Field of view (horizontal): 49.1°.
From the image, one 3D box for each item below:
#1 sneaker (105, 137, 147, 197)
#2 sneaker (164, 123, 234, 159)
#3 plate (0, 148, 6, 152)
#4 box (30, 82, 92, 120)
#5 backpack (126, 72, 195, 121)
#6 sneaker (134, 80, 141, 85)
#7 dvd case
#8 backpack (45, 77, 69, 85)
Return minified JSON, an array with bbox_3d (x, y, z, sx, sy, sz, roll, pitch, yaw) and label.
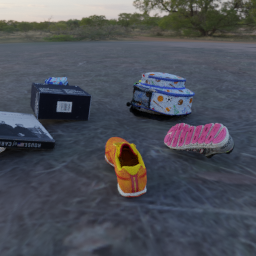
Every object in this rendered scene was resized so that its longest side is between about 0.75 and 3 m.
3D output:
[{"bbox_3d":[-0.030,0.686,7.039,0.929,0.982,2.546,-7,21,-14],"label":"sneaker"},{"bbox_3d":[2.011,0.414,7.958,0.986,0.831,2.253,37,-24,-30],"label":"sneaker"},{"bbox_3d":[-4.669,0.470,8.379,1.952,0.316,1.956,-5,21,-21],"label":"plate"},{"bbox_3d":[-2.660,-1.049,10.948,1.965,1.023,1.789,1,20,-27],"label":"box"},{"bbox_3d":[1.500,-1.284,11.161,2.208,1.786,2.318,27,30,30],"label":"backpack"},{"bbox_3d":[0.878,-2.302,15.373,0.557,0.511,1.308,-28,25,-37],"label":"sneaker"},{"bbox_3d":[-3.734,-0.005,8.873,2.101,0.346,2.795,6,15,-34],"label":"dvd case"},{"bbox_3d":[-3.649,-1.811,13.279,1.537,1.034,1.403,-1,22,1],"label":"backpack"}]
